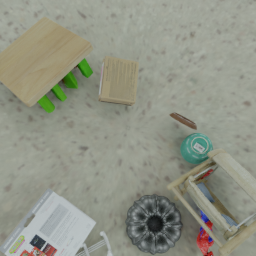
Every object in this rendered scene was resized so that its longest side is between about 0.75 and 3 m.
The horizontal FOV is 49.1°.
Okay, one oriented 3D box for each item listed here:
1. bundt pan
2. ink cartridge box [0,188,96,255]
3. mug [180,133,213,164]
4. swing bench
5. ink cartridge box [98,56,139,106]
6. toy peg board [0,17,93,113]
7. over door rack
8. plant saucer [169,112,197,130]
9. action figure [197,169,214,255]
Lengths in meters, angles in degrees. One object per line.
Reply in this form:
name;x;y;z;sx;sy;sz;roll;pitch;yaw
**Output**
bundt pan;0.617;2.215;6.476;1.387;0.521;1.387;0;73;0
ink cartridge box;-1.692;2.276;5.979;1.337;0.639;1.523;40;64;-6
mug;1.800;0.486;6.994;0.900;0.557;0.740;-8;73;-2
swing bench;2.038;1.482;5.917;1.682;1.091;1.673;-38;57;-4
ink cartridge box;-0.245;-1.212;7.326;0.942;0.429;1.143;8;82;-14
toy peg board;-2.190;-1.580;7.458;2.121;1.042;2.130;36;75;31
over door rack;-0.715;3.198;5.986;1.165;0.525;1.577;-29;63;-2
plant saucer;1.383;-0.190;6.926;0.777;0.777;0.134;30;100;9
action figure;1.824;2.013;6.455;0.536;0.679;2.075;5;71;5
